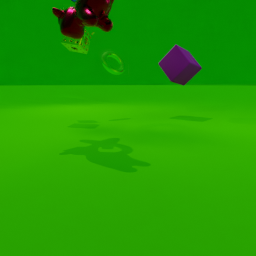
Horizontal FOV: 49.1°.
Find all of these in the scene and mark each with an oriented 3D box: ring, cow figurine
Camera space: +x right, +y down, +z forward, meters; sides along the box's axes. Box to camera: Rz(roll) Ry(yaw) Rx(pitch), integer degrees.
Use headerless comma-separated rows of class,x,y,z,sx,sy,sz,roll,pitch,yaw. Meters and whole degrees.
ring,-0.585,-2.642,11.371,1.091,1.091,0.218,-8,-20,-39
cow figurine,-0.981,-2.827,6.532,0.909,1.657,1.630,1,32,-49

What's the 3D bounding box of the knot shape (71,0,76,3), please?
knot shape,-1.040,-3.802,7.837,0.755,1.530,1.635,-31,20,-24

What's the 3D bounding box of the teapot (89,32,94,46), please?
teapot,-1.818,-3.463,11.114,1.121,0.697,0.549,-20,42,21

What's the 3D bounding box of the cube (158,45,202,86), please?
cube,2.162,-2.580,11.647,1.090,1.090,1.090,5,-42,-50

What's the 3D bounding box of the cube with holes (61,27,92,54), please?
cube with holes,-1.846,-3.220,10.130,0.733,0.733,0.733,14,-4,14
